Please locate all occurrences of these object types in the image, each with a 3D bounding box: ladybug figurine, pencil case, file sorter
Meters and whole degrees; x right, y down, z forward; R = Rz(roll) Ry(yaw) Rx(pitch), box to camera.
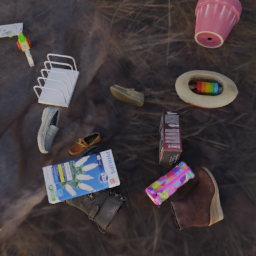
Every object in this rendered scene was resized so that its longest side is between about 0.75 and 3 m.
[{"bbox_3d":[3.272,-1.548,11.817,2.600,0.935,1.765,10,62,5],"label":"ladybug figurine"},{"bbox_3d":[1.507,1.989,10.049,1.850,0.818,0.818,-36,68,-18],"label":"pencil case"},{"bbox_3d":[-3.035,-2.080,11.976,1.313,1.178,1.892,9,62,4],"label":"file sorter"}]

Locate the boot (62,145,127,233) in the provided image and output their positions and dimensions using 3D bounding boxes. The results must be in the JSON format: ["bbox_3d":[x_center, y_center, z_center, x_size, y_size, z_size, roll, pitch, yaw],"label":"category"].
[{"bbox_3d":[-1.025,2.117,9.994,2.207,0.878,2.535,25,75,12],"label":"boot"}]

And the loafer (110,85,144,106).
[{"bbox_3d":[0.000,-1.451,12.006,1.575,0.599,0.531,27,64,3],"label":"loafer"}]

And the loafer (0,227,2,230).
[{"bbox_3d":[-4.676,3.403,9.587,0.761,0.288,0.260,13,64,17],"label":"loafer"}]

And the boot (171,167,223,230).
[{"bbox_3d":[2.308,2.426,9.795,1.662,0.723,1.998,-7,67,-10],"label":"boot"}]

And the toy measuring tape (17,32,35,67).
[{"bbox_3d":[-4.795,-3.674,13.282,0.657,0.657,1.786,-22,87,-11],"label":"toy measuring tape"}]

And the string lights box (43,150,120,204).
[{"bbox_3d":[-1.537,1.628,9.416,2.319,0.684,1.192,-15,74,-6],"label":"string lights box"}]

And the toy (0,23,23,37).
[{"bbox_3d":[-5.882,-4.750,13.871,1.376,0.325,0.792,-6,65,-3],"label":"toy"}]

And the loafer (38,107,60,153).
[{"bbox_3d":[-3.063,0.054,10.983,0.656,0.657,1.880,-1,76,19],"label":"loafer"}]

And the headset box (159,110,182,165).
[{"bbox_3d":[1.566,0.464,10.517,0.706,1.361,1.829,1,61,1],"label":"headset box"}]

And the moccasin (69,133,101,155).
[{"bbox_3d":[-1.680,0.593,10.918,1.354,0.523,0.495,-24,66,-13],"label":"moccasin"}]

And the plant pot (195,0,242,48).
[{"bbox_3d":[4.038,-4.921,13.126,2.079,2.079,1.861,18,79,9],"label":"plant pot"}]
